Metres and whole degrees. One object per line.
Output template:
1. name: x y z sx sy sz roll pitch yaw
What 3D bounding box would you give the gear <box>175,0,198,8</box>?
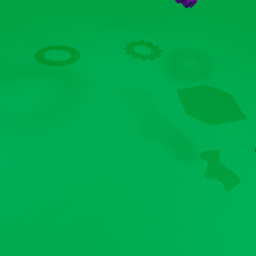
1. gear: 1.372 -3.916 7.726 1.362 0.252 1.362 23 48 -28
